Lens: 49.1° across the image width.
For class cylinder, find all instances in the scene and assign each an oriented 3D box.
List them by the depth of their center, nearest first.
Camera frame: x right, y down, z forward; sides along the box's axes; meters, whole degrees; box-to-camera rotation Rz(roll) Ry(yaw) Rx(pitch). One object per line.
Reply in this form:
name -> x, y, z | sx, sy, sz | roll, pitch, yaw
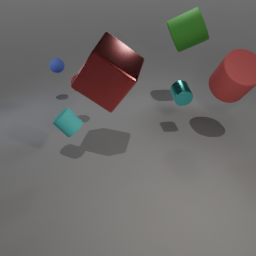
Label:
cylinder -> -1.942, -0.179, 9.062 | 0.700, 0.700, 0.700 | -38, 21, 17
cylinder -> 3.747, -1.788, 9.810 | 1.400, 1.400, 1.400 | 2, 70, -6
cylinder -> 1.999, -1.306, 10.475 | 0.700, 0.700, 0.700 | -4, 45, -8
cylinder -> 2.556, -4.167, 11.951 | 1.400, 1.400, 1.400 | -21, 25, 18

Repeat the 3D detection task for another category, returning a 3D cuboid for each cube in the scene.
cube -> -0.558, -1.608, 8.116 | 1.400, 1.400, 1.400 | 33, 39, -13

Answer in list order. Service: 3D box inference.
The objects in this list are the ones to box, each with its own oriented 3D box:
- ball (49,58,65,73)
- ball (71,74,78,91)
ball -> -3.369, -2.960, 13.288 | 0.700, 0.700, 0.700 | 0, 29, 0
ball -> -1.890, -1.765, 10.980 | 0.700, 0.700, 0.700 | 0, 29, 0
